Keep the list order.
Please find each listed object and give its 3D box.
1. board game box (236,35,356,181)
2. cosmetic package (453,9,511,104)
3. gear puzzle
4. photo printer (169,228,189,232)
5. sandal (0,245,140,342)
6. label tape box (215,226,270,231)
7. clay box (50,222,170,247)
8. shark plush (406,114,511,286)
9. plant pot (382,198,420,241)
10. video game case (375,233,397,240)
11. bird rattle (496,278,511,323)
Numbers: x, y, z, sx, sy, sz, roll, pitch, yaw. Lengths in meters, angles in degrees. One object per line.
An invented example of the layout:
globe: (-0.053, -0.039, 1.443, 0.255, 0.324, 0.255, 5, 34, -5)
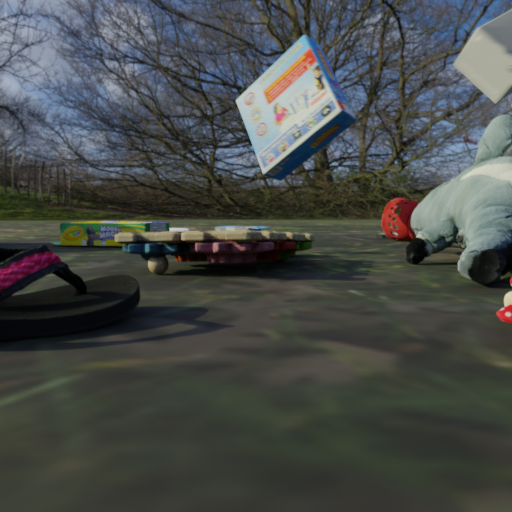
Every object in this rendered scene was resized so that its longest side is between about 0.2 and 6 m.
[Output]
board game box: (0.761, -3.080, 11.807, 2.166, 2.121, 0.605, -35, -30, 32)
cosmetic package: (3.851, -3.061, 8.201, 1.736, 0.927, 0.783, -33, -16, -23)
gear puzzle: (-0.230, -0.062, 7.304, 1.810, 0.458, 3.494, 0, 1, 21)
photo printer: (-1.922, -0.506, 13.342, 0.684, 0.286, 0.823, 1, 5, -4)
sandal: (-1.562, 0.194, 3.064, 2.170, 0.489, 0.815, -4, 6, -44)
label tape box: (-0.310, -0.513, 13.081, 1.088, 0.360, 0.780, 4, 7, 23)
clay box: (-2.914, -0.445, 11.175, 2.083, 0.496, 1.197, 2, 4, 13)
shark plush: (2.851, -0.176, 7.145, 1.931, 2.107, 4.637, -19, 18, 22)
plant pot: (3.516, -0.796, 12.804, 0.992, 0.992, 0.903, -3, 12, -32)
video game case: (3.799, -0.494, 14.095, 1.162, 0.148, 1.050, -3, 5, -29)
bird rattle: (1.818, 0.284, 3.257, 0.987, 0.556, 0.805, -14, -5, -9)
